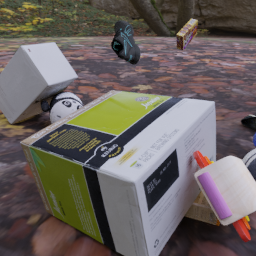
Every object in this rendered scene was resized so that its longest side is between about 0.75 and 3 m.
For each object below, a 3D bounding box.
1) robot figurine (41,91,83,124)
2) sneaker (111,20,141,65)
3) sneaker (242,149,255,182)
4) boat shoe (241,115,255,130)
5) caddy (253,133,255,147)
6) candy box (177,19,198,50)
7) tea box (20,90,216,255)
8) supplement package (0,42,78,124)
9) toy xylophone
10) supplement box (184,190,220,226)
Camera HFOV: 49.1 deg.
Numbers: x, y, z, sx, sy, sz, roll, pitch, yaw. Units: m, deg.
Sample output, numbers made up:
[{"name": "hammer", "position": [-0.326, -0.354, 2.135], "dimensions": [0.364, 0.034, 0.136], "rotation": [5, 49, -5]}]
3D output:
[{"name": "robot figurine", "position": [-1.764, -0.498, 8.127], "dimensions": [1.227, 1.019, 1.633], "rotation": [-24, 25, -6]}, {"name": "sneaker", "position": [-0.170, -2.729, 8.616], "dimensions": [0.704, 0.670, 1.776], "rotation": [1, 53, -31]}, {"name": "sneaker", "position": [3.363, 0.867, 4.724], "dimensions": [2.651, 1.040, 1.053], "rotation": [2, 20, 4]}, {"name": "boat shoe", "position": [3.740, -0.115, 7.980], "dimensions": [0.398, 0.448, 1.199], "rotation": [-11, 23, -24]}, {"name": "caddy", "position": [3.900, 0.053, 5.395], "dimensions": [2.867, 2.027, 1.505], "rotation": [3, 16, 4]}, {"name": "candy box", "position": [2.370, -3.759, 11.243], "dimensions": [0.328, 0.678, 1.163], "rotation": [26, 62, 26]}, {"name": "tea box", "position": [-0.031, 0.499, 4.499], "dimensions": [2.151, 1.461, 2.186], "rotation": [14, 35, 36]}, {"name": "supplement package", "position": [-2.867, -1.323, 8.400], "dimensions": [2.248, 1.318, 1.314], "rotation": [-34, -1, 35]}, {"name": "toy xylophone", "position": [1.623, 0.999, 3.994], "dimensions": [1.971, 0.495, 1.443], "rotation": [26, 34, -55]}, {"name": "supplement box", "position": [1.167, 1.258, 4.709], "dimensions": [0.832, 0.306, 0.524], "rotation": [10, 25, 24]}]
